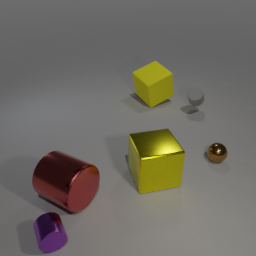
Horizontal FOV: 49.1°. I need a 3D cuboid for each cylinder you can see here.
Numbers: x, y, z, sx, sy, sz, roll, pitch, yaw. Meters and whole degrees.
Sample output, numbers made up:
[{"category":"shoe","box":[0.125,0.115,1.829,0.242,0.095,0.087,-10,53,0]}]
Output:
[{"category":"cylinder","box":[-1.777,1.517,8.142,1.400,1.400,1.400,17,36,28]},{"category":"cylinder","box":[3.047,-1.419,12.583,0.700,0.700,0.700,-6,71,17]},{"category":"cylinder","box":[-1.962,2.621,7.056,0.700,0.700,0.700,-14,34,-22]}]

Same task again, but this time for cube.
[{"category":"cube","box":[0.852,1.023,8.977,1.400,1.400,1.400,-8,32,-12]},{"category":"cube","box":[1.230,-2.140,13.655,1.400,1.400,1.400,-29,49,-14]}]

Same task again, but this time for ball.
[{"category":"ball","box":[3.145,0.864,9.871,0.700,0.700,0.700,0,32,0]}]
